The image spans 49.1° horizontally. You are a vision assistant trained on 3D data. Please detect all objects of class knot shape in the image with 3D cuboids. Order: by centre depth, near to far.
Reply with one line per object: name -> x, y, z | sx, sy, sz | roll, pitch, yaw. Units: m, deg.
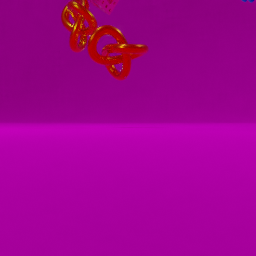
knot shape -> -0.347, -2.189, 8.600 | 1.796, 0.830, 1.681 | 12, -31, -4
knot shape -> -1.630, -3.498, 9.040 | 0.817, 1.656, 1.769 | -10, -25, -24

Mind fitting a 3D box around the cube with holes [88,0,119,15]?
cube with holes -> -0.826, -4.319, 9.040 | 0.782, 0.782, 0.782 | 38, 9, 20

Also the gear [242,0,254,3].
gear -> 3.043, -4.071, 7.826 | 1.403, 0.260, 1.403 | 35, 14, -10
